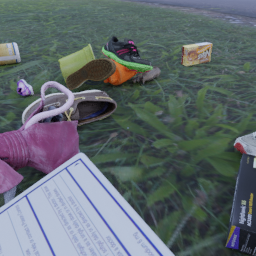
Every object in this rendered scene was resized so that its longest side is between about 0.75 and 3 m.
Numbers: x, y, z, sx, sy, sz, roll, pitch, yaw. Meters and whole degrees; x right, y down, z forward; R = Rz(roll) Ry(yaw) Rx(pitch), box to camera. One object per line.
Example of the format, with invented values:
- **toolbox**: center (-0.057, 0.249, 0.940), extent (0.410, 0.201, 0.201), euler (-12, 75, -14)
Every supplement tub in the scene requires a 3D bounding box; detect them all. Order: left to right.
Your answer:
- **supplement tub**: center (-5.898, -3.522, 13.338), extent (1.308, 0.946, 0.946), euler (-13, 33, -21)

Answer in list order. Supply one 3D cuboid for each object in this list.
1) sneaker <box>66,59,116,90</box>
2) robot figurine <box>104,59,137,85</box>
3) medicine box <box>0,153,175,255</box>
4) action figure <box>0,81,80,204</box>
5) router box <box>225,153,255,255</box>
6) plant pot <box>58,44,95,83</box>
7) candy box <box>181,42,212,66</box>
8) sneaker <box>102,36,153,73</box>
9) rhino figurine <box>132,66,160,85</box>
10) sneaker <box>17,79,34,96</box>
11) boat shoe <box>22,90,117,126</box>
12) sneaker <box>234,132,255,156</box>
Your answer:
- **sneaker**: center (-1.151, -1.930, 10.010), extent (2.183, 0.732, 0.980), euler (-15, 2, 34)
- **robot figurine**: center (-0.260, -2.367, 11.208), extent (1.044, 1.287, 1.790), euler (50, 51, 4)
- **medicine box**: center (-0.761, 1.963, 2.798), extent (2.644, 1.361, 2.408), euler (-36, 41, -15)
- **action figure**: center (-2.212, 0.442, 5.567), extent (1.989, 2.211, 2.970), euler (29, 27, 31)
- **router box**: center (2.886, 1.462, 5.163), extent (1.760, 0.585, 2.239), euler (12, 33, 20)
- **plant pot**: center (-1.975, -2.429, 11.204), extent (1.379, 1.500, 1.500), euler (-17, 33, -7)
- **candy box**: center (3.302, -3.557, 13.453), extent (1.535, 0.886, 0.424), euler (-16, 34, -25)
- **sneaker**: center (-0.012, -2.165, 8.086), extent (1.848, 0.774, 0.709), euler (35, 12, 29)
- **rhino figurine**: center (0.732, -2.166, 11.487), extent (0.722, 0.494, 1.652), euler (19, 37, 30)
- **sneaker**: center (-3.930, -1.468, 10.391), extent (0.472, 0.429, 1.068), euler (-29, 42, -28)
- **boat shoe**: center (-1.603, -0.490, 8.165), extent (2.782, 0.999, 0.828), euler (-17, 31, -36)
- **sneaker**: center (3.713, 0.126, 7.035), extent (2.484, 1.020, 0.967), euler (-14, 33, -21)
